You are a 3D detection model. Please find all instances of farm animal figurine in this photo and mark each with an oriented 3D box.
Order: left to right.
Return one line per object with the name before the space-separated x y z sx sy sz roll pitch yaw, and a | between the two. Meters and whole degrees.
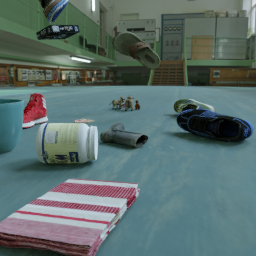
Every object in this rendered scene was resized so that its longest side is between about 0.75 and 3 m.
farm animal figurine | -0.159 -1.535 16.546 1.706 0.858 1.377 9 14 39

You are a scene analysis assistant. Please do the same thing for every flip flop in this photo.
flip flop | 0.560 -3.963 14.582 2.979 1.208 0.858 29 13 -28

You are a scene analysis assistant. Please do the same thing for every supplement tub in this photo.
supplement tub | -1.387 0.354 6.567 1.297 0.940 0.940 0 11 -1

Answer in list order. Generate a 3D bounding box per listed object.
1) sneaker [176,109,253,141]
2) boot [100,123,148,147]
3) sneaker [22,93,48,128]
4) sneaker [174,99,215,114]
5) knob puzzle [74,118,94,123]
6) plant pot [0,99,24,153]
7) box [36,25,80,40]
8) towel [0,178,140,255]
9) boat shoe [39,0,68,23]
sneaker | 2.652 -0.136 9.165 2.608 0.914 1.016 10 7 36
boot | -0.004 0.195 8.568 1.375 0.499 1.250 -1 23 34
sneaker | -4.068 -0.741 11.284 0.877 1.293 2.239 2 11 12
sneaker | 2.839 -0.942 13.418 1.139 0.851 2.537 -1 13 -33
knob puzzle | -1.991 -0.331 12.272 0.876 0.121 0.876 0 11 0
plant pot | -3.673 -0.055 7.607 1.680 1.348 1.680 0 11 0
box | -2.827 -3.872 11.333 1.096 0.298 1.368 -5 11 43
towel | -0.770 1.198 4.149 1.463 0.231 2.031 1 9 18
boat shoe | -1.713 -2.821 6.188 0.612 0.611 1.691 37 21 -26
